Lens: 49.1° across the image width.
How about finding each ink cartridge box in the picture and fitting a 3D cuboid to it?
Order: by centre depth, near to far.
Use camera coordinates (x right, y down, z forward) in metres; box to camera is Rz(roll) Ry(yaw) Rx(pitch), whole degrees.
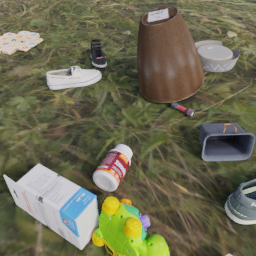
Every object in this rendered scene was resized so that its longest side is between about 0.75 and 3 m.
[{"bbox_3d":[-1.484,1.436,5.516,1.853,1.075,0.629,23,45,24],"label":"ink cartridge box"}]

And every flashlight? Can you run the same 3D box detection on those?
[{"bbox_3d":[1.666,-0.576,8.540,0.764,0.259,0.260,31,53,30],"label":"flashlight"}]

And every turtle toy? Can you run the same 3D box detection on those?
[{"bbox_3d":[0.052,1.920,5.087,1.512,1.102,0.764,36,31,31],"label":"turtle toy"}]

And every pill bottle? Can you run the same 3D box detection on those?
[{"bbox_3d":[-0.313,0.887,6.523,0.611,0.611,1.081,16,43,18],"label":"pill bottle"}]

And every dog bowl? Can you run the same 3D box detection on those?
[{"bbox_3d":[3.355,-2.802,10.949,1.861,0.546,1.861,0,40,0],"label":"dog bowl"}]

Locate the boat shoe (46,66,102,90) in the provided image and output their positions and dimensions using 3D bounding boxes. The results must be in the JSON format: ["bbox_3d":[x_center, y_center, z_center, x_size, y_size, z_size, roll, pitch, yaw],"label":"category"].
[{"bbox_3d":[-1.870,-1.850,9.750,1.913,0.629,0.688,-10,41,-11],"label":"boat shoe"}]

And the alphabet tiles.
[{"bbox_3d":[-4.952,-3.826,12.466,2.066,0.154,2.112,14,42,18],"label":"alphabet tiles"}]

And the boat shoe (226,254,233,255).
[{"bbox_3d":[1.499,2.620,4.598,1.279,0.446,0.456,-27,43,-33],"label":"boat shoe"}]

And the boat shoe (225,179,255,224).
[{"bbox_3d":[3.273,1.357,5.840,2.490,0.769,0.907,-9,41,-10],"label":"boat shoe"}]

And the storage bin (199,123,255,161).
[{"bbox_3d":[2.424,0.234,7.180,1.255,0.914,0.843,-3,30,-3],"label":"storage bin"}]

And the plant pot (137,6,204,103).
[{"bbox_3d":[1.129,-2.348,8.517,2.166,2.317,2.166,-11,45,11],"label":"plant pot"}]

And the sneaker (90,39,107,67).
[{"bbox_3d":[-1.198,-2.979,10.999,0.536,0.752,1.516,-10,43,-15],"label":"sneaker"}]
